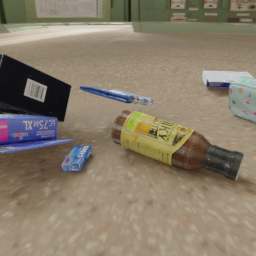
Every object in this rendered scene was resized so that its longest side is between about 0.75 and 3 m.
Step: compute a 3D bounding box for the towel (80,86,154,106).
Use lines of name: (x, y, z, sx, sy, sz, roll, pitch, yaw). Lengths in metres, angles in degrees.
towel: (-0.213, -0.858, 7.314, 1.381, 0.224, 1.880, 17, 9, 21)

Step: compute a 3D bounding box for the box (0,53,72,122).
box: (-2.716, -0.845, 6.747, 1.759, 1.006, 1.932, 4, -10, 37)

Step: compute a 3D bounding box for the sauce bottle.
sauce bottle: (0.953, 0.334, 5.735, 2.645, 0.856, 0.856, 18, 30, 22)

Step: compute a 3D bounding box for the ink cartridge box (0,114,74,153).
ink cartridge box: (-2.818, -0.003, 5.791, 2.987, 0.627, 1.783, 7, 6, 29)

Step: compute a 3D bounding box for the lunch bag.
lunch bag: (3.520, -0.776, 7.678, 0.570, 1.186, 1.479, -32, 38, -26)

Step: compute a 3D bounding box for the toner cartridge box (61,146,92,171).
toner cartridge box: (-1.064, 0.628, 5.905, 0.380, 0.173, 0.799, -3, 24, 12)

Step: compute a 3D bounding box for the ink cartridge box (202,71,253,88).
ink cartridge box: (3.874, -1.809, 10.768, 1.817, 0.401, 1.851, 4, 26, 7)
